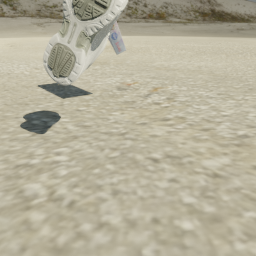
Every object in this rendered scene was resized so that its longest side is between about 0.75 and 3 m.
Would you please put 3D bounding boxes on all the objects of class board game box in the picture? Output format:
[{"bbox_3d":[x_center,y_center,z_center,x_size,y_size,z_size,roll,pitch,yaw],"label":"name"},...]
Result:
[{"bbox_3d":[-0.762,-3.445,8.545,0.388,1.882,1.886,-28,-13,3],"label":"board game box"}]

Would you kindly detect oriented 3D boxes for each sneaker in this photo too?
[{"bbox_3d":[-0.699,-2.037,5.371,0.986,2.532,1.258,40,30,-2],"label":"sneaker"}]
